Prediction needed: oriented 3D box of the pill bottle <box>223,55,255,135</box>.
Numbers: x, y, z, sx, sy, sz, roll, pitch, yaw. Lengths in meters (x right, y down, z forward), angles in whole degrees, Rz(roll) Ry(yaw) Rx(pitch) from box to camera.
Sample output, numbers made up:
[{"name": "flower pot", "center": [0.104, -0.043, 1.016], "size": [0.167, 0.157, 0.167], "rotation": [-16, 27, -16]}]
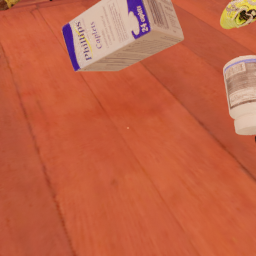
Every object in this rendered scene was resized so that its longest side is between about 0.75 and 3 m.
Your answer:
[{"name": "pill bottle", "center": [2.101, -0.550, 4.880], "size": [0.711, 0.711, 1.249], "rotation": [-2, 73, -2]}]

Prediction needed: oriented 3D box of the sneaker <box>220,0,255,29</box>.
[{"name": "sneaker", "center": [3.062, -3.156, 7.782], "size": [0.733, 1.944, 0.743], "rotation": [45, 84, -9]}]

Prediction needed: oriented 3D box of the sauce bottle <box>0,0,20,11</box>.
[{"name": "sauce bottle", "center": [-2.152, -2.437, 5.006], "size": [1.437, 0.465, 0.465], "rotation": [-26, 42, 17]}]

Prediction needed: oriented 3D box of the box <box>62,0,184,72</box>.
[{"name": "box", "center": [-0.091, -2.391, 7.110], "size": [2.293, 1.203, 2.108], "rotation": [-19, 0, 31]}]
